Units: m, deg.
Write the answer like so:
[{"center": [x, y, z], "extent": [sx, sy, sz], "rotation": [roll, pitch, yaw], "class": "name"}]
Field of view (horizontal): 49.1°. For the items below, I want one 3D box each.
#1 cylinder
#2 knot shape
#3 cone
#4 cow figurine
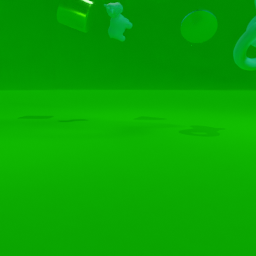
[{"center": [-1.836, -4.121, 10.029], "extent": [1.072, 1.072, 1.072], "rotation": [21, 9, 1], "class": "cylinder"}, {"center": [3.396, -2.523, 6.944], "extent": [0.917, 1.984, 1.856], "rotation": [25, -3, 19], "class": "knot shape"}, {"center": [2.492, -3.915, 9.977], "extent": [1.237, 1.237, 1.242], "rotation": [1, 51, 8], "class": "cone"}, {"center": [-0.412, -3.458, 9.105], "extent": [1.091, 1.108, 0.608], "rotation": [11, 35, -35], "class": "cow figurine"}]
